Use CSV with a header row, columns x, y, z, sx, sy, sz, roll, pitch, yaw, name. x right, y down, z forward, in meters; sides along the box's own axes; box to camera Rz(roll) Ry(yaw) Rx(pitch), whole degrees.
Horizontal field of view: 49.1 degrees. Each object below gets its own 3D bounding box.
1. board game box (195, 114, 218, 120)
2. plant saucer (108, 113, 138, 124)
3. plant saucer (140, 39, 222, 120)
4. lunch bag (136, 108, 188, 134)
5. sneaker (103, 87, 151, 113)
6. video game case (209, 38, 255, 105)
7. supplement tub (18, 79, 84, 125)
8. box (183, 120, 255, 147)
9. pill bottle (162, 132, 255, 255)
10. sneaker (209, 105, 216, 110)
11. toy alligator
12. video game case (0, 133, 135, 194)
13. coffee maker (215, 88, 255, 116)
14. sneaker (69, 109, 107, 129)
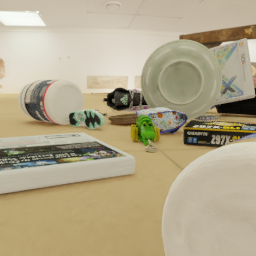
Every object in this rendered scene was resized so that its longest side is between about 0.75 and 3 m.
x,y,z,sx,sy,sz,roll,pitch,yaw,name
3.016,-0.430,10.872,0.856,0.148,0.580,-7,11,-40,board game box
0.105,-0.341,9.632,1.591,0.234,1.591,-6,6,1,plant saucer
1.764,-1.548,9.367,2.763,2.763,0.693,1,11,8,plant saucer
0.944,-0.227,7.771,1.143,0.708,0.972,-13,14,-18,lunch bag
0.263,-1.043,10.825,2.923,1.136,2.045,-3,-2,42,sneaker
3.376,-2.023,10.761,2.537,2.312,0.279,-10,-19,32,video game case
-2.685,-0.931,9.698,2.111,1.481,1.481,8,12,42,supplement tub
2.240,0.116,6.477,1.743,0.430,1.392,3,11,20,box
1.197,0.484,1.916,1.079,1.079,1.944,8,12,42,pill bottle
2.795,-1.230,13.345,2.937,1.186,1.696,-3,10,31,sneaker
0.419,0.034,6.458,0.630,0.576,2.125,-1,9,-4,toy alligator
-1.616,0.473,4.566,2.680,0.313,2.436,-3,9,-27,video game case
4.756,-1.036,11.597,1.968,1.326,1.890,5,23,31,coffee maker
-1.002,-0.347,8.815,1.572,0.611,1.099,9,13,43,sneaker
